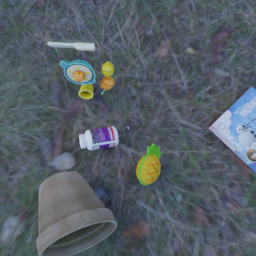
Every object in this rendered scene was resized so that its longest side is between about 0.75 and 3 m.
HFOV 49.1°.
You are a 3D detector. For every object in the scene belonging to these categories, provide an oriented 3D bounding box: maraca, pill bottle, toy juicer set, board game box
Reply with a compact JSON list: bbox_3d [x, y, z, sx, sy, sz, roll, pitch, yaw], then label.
[{"bbox_3d":[0.542,0.901,6.871,0.548,0.702,1.024,11,77,40],"label":"maraca"},{"bbox_3d":[-0.751,0.276,7.197,0.943,0.530,0.530,-8,71,-17],"label":"pill bottle"},{"bbox_3d":[-1.013,-1.437,7.022,1.233,1.939,0.528,-8,56,18],"label":"toy juicer set"},{"bbox_3d":[3.350,0.010,7.449,1.668,0.362,1.660,-42,76,-13],"label":"board game box"}]

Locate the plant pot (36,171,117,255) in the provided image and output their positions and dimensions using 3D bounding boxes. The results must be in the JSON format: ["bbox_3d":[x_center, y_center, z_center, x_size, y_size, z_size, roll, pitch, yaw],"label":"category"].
[{"bbox_3d":[-1.302,1.844,6.282,1.718,1.718,1.491,-23,59,-7],"label":"plant pot"}]
